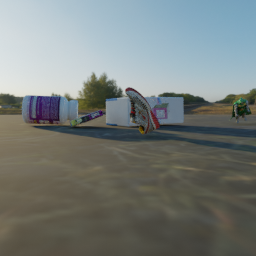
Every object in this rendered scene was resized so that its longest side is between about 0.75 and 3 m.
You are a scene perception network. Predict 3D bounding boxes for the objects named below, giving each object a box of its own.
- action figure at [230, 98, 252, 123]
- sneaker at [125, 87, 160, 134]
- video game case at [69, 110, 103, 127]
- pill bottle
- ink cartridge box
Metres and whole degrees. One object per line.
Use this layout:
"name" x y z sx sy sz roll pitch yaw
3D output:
"action figure" 4.584 -0.741 11.364 0.955 0.442 1.617 -21 -33 11
"sneaker" 0.235 -0.323 5.767 0.487 1.185 0.461 -34 32 -2
"video game case" -1.369 -0.311 9.234 1.071 0.212 1.182 -20 4 -7
"pill bottle" -2.891 -0.671 10.592 1.950 1.095 1.095 2 3 -8
"ink cartridge box" 0.623 -0.620 10.424 2.422 1.025 1.751 -2 4 -31
